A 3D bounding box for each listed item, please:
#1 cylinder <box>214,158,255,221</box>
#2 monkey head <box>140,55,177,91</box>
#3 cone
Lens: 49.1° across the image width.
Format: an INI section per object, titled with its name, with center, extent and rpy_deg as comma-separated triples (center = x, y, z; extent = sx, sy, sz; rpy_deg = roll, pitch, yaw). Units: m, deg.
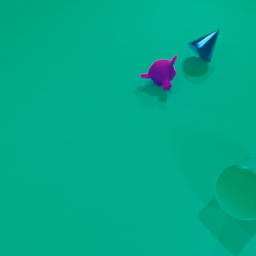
[cylinder]
center = 2.441, 1.185, 5.623
extent = 1.049, 1.049, 1.049
rpy_deg = -6, 45, -47
[monkey head]
center = 0.972, -1.526, 7.969
extent = 1.203, 0.725, 0.865
rpy_deg = -26, 35, 20
[cone]
center = 2.496, -2.668, 8.611
extent = 0.918, 0.914, 0.914
rpy_deg = -49, 61, 9
